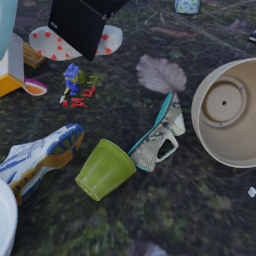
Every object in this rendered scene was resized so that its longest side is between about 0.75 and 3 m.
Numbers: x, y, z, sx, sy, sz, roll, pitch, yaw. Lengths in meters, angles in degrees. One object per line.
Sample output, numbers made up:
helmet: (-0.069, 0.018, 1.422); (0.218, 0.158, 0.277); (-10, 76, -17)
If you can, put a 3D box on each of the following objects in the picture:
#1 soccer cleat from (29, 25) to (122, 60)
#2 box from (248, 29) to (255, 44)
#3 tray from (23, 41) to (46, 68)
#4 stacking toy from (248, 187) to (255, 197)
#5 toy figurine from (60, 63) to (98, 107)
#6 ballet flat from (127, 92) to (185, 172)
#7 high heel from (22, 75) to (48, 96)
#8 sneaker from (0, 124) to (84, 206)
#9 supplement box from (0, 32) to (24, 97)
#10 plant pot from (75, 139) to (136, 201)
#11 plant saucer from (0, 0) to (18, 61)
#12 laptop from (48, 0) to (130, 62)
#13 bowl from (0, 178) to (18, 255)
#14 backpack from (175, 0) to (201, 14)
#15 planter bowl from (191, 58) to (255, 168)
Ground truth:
soccer cleat: (-1.429, -2.421, 7.793); (2.649, 0.918, 1.027); (4, 35, 14)
box: (6.253, -3.972, 11.984); (1.469, 0.399, 1.834); (31, 52, 28)
tray: (-3.974, -2.885, 10.460); (1.620, 0.300, 0.799); (29, 39, -5)
stacking toy: (3.264, 1.638, 6.307); (0.685, 0.213, 0.909); (-12, 46, -13)
toy figurine: (-1.604, -1.656, 9.075); (0.981, 1.114, 1.859); (7, 45, 7)
ballet flat: (0.967, 0.141, 7.536); (0.989, 0.891, 2.626); (35, 56, 2)
high heel: (-3.306, -1.626, 9.409); (1.863, 0.628, 0.894); (8, 54, 27)
sneaker: (-2.243, 0.602, 6.820); (1.164, 0.994, 2.640); (27, 50, 25)
supplement box: (-4.056, -2.074, 9.051); (1.210, 0.706, 1.921); (-21, 64, 20)
plant pot: (-0.589, 1.028, 6.423); (1.123, 1.123, 1.081); (31, 63, 28)
plant saucer: (-3.020, -2.912, 6.277); (0.385, 2.806, 2.806); (2, 37, -37)
laptop: (-0.865, -2.948, 6.861); (1.704, 0.993, 1.923); (41, 77, 15)
bowl: (-3.214, 2.134, 5.083); (2.640, 1.186, 2.640); (0, 44, 0)
backpack: (2.993, -6.373, 13.777); (1.253, 1.369, 1.006); (7, 45, 6)
planter bowl: (2.741, -0.522, 7.164); (2.572, 2.572, 1.731); (-5, 18, -5)
